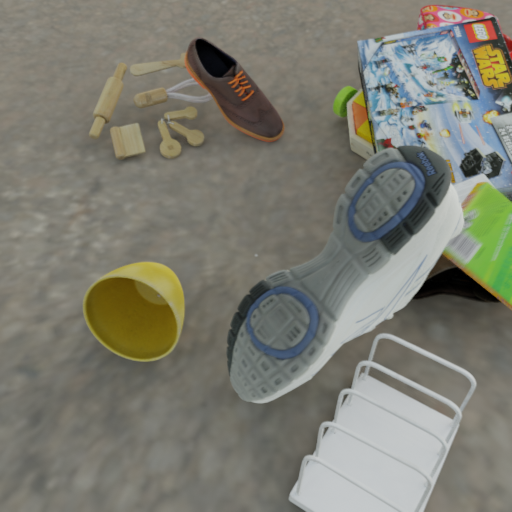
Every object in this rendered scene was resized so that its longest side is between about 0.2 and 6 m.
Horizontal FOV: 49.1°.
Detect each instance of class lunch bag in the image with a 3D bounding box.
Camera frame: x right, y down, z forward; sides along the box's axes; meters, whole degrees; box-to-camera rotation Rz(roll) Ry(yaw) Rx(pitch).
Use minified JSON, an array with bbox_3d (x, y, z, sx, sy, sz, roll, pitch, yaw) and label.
[{"bbox_3d":[4.303,-4.315,11.533,1.971,0.917,2.237,8,49,7],"label":"lunch bag"}]

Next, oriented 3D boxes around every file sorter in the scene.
[{"bbox_3d":[1.340,1.908,5.802,1.238,1.111,1.785,25,51,21],"label":"file sorter"}]

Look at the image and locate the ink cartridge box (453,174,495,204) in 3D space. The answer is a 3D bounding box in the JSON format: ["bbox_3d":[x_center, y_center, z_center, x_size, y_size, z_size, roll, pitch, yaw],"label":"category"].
[{"bbox_3d":[2.992,-0.728,7.561,0.578,0.179,0.713,-22,58,-1],"label":"ink cartridge box"}]

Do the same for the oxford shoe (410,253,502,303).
[{"bbox_3d":[3.361,0.057,7.608,3.125,1.135,1.319,-12,55,2],"label":"oxford shoe"}]

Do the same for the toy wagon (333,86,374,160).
[{"bbox_3d":[3.146,-2.853,9.913,2.632,0.671,3.393,38,76,25],"label":"toy wagon"}]

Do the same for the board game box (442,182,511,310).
[{"bbox_3d":[3.151,0.077,6.773,1.979,0.297,0.945,37,89,-9],"label":"board game box"}]

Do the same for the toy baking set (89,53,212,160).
[{"bbox_3d":[-1.837,-2.778,10.252,2.019,0.306,2.630,11,67,-5],"label":"toy baking set"}]

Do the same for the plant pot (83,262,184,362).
[{"bbox_3d":[-1.360,0.550,6.870,1.207,1.207,0.857,11,31,10],"label":"plant pot"}]

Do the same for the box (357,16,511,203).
[{"bbox_3d":[2.967,-2.201,8.843,2.304,0.671,3.365,-7,62,9],"label":"box"}]

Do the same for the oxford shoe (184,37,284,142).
[{"bbox_3d":[-0.366,-2.871,9.783,2.235,0.811,0.796,41,84,-8],"label":"oxford shoe"}]

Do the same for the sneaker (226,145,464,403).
[{"bbox_3d":[1.044,0.465,6.218,3.428,1.493,1.277,-46,49,16],"label":"sneaker"}]
